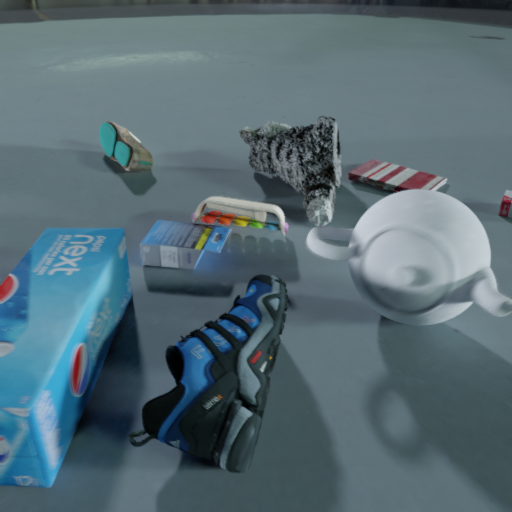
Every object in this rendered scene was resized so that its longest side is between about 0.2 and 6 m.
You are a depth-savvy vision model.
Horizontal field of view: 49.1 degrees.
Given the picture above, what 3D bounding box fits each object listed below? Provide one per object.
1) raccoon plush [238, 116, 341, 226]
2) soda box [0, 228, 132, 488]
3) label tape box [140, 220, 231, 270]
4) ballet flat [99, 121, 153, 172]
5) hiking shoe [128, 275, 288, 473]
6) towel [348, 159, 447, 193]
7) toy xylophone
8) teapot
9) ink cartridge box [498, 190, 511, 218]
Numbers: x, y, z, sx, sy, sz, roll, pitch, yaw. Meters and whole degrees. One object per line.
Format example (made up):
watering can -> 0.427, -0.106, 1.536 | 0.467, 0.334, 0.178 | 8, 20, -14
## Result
raccoon plush -> 0.580, -1.961, 12.036 | 2.256, 1.629, 3.367 | -1, 30, 14
soda box -> -2.660, 0.993, 7.153 | 1.262, 1.194, 3.721 | 1, 30, 2
label tape box -> -1.221, -0.188, 9.928 | 1.400, 0.463, 1.003 | 7, 29, 7
ballet flat -> -3.240, -2.684, 14.058 | 0.834, 0.844, 2.481 | 5, 28, -35
hiking shoe -> -0.392, 1.094, 6.877 | 1.332, 1.143, 3.073 | 14, 31, 4
towel -> 3.246, -1.783, 12.923 | 1.906, 0.217, 1.373 | 22, 34, 29
toy xylophone -> -0.312, -0.737, 10.275 | 1.833, 0.461, 1.342 | 11, 13, 11
teapot -> 2.101, 0.088, 7.752 | 2.122, 2.094, 1.550 | -30, -3, 32
ink cartridge box -> 5.458, -1.002, 11.413 | 0.849, 0.354, 0.617 | 16, 34, 25
